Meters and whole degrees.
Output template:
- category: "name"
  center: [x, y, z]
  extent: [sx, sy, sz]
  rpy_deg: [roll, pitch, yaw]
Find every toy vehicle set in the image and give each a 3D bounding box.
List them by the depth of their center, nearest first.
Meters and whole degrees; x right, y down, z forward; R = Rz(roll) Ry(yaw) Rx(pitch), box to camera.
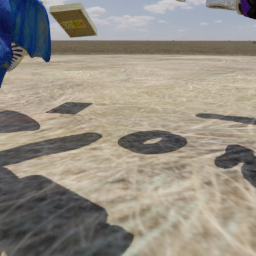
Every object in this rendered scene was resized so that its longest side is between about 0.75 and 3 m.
- category: "toy vehicle set"
  center: [-1.717, -3.451, 9.112]
  extent: [1.020, 0.218, 1.642]
  rpy_deg: [-1, -9, 11]

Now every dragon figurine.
- category: "dragon figurine"
  center: [-1.144, -0.883, 2.527]
  extent: [0.664, 2.257, 1.122]
  rpy_deg: [3, 19, 23]

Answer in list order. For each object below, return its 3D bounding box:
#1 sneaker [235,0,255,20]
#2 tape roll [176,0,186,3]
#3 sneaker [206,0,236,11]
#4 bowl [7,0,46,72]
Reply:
- category: "sneaker"
  center: [2.277, -2.505, 5.096]
  extent: [1.375, 0.478, 0.684]
  rpy_deg: [37, 16, -51]
- category: "tape roll"
  center: [0.756, -3.353, 5.986]
  extent: [1.507, 0.527, 1.507]
  rpy_deg: [24, 35, -18]
- category: "sneaker"
  center: [3.207, -3.897, 7.792]
  extent: [2.105, 1.216, 0.775]
  rpy_deg: [3, 9, 29]
- category: "bowl"
  center: [-3.341, -2.954, 7.391]
  extent: [1.246, 2.655, 2.655]
  rpy_deg: [20, 2, -38]
